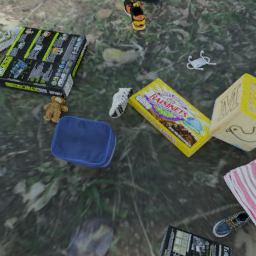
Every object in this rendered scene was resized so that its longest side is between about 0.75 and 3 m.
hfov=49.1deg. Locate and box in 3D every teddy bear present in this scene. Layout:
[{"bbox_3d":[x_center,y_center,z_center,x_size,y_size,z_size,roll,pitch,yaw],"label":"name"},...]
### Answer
[{"bbox_3d":[-2.342,-0.631,9.024,0.730,0.336,1.007,24,61,12],"label":"teddy bear"}]

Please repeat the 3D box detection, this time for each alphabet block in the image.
[{"bbox_3d":[3.403,-0.400,8.017,1.428,1.462,1.436,22,60,-7],"label":"alphabet block"}]

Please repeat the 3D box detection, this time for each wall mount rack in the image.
[{"bbox_3d":[2.645,-2.358,10.089,0.953,0.355,0.828,-25,61,-14],"label":"wall mount rack"}]

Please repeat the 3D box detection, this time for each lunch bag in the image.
[{"bbox_3d":[-1.252,0.437,7.880,1.762,1.166,1.197,11,77,8],"label":"lunch bag"}]

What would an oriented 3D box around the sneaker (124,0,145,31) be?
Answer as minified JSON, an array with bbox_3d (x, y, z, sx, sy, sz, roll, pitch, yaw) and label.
[{"bbox_3d":[0.290,-4.811,11.320,0.626,0.805,1.790,-15,62,-8],"label":"sneaker"}]

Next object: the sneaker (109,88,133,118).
[{"bbox_3d":[-0.304,-0.833,9.130,0.505,0.468,1.245,16,56,26],"label":"sneaker"}]

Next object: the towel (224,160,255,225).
[{"bbox_3d":[4.169,1.581,7.334,2.883,0.431,2.109,-19,60,-23],"label":"towel"}]

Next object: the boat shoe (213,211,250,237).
[{"bbox_3d":[2.616,2.388,7.061,0.990,0.450,0.350,-23,61,-14],"label":"boat shoe"}]

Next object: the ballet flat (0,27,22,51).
[{"bbox_3d":[-4.580,-3.460,10.642,0.629,0.629,1.811,39,65,21],"label":"ballet flat"}]

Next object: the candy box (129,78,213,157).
[{"bbox_3d":[1.409,-0.421,8.879,1.367,0.353,2.675,-35,64,-24],"label":"candy box"}]

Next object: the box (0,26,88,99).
[{"bbox_3d":[-3.020,-2.405,9.978,2.539,0.625,2.629,9,59,8],"label":"box"}]

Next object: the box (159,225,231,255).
[{"bbox_3d":[1.313,3.255,5.946,1.508,0.793,1.841,16,36,10],"label":"box"}]

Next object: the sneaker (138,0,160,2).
[{"bbox_3d":[0.779,-5.883,12.258,1.570,0.517,0.615,17,43,12],"label":"sneaker"}]

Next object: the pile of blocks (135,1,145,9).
[{"bbox_3d":[0.355,-5.291,11.994,0.759,0.236,0.311,13,59,8],"label":"pile of blocks"}]
